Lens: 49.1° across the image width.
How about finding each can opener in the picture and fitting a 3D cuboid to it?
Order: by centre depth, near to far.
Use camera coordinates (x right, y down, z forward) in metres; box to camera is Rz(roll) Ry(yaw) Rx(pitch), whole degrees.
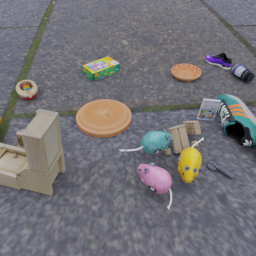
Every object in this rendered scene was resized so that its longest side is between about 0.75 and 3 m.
[{"bbox_3d":[2.901,1.358,8.814,0.854,0.228,0.286,37,86,33],"label":"can opener"}]

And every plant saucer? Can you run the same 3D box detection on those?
[{"bbox_3d":[-0.921,-0.471,10.732,2.140,0.345,2.140,0,42,0],"label":"plant saucer"},{"bbox_3d":[2.724,-2.588,13.180,1.395,0.261,1.395,0,42,0],"label":"plant saucer"}]

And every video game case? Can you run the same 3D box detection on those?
[{"bbox_3d":[2.999,-0.674,10.436,0.643,0.898,0.081,4,39,-6],"label":"video game case"}]

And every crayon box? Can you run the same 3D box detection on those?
[{"bbox_3d":[-1.274,-2.826,13.296,1.549,0.451,0.920,-28,49,-28],"label":"crayon box"}]

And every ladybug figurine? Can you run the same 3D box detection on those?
[{"bbox_3d":[-4.265,-1.586,11.892,0.863,0.458,1.272,-17,44,-18],"label":"ladybug figurine"}]

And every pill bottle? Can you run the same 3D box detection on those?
[{"bbox_3d":[5.262,-2.518,12.864,0.570,0.570,1.019,-21,46,-22],"label":"pill bottle"}]

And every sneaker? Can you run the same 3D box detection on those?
[{"bbox_3d":[3.791,-0.348,10.153,1.023,0.914,2.560,-11,43,-17],"label":"sneaker"},{"bbox_3d":[4.505,-3.438,13.812,1.379,0.686,0.479,31,50,29],"label":"sneaker"}]

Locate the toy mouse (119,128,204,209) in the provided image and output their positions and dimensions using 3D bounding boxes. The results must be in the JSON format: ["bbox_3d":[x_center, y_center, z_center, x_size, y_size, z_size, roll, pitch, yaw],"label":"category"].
[{"bbox_3d":[0.952,0.872,8.261,2.478,0.540,2.789,19,55,3],"label":"toy mouse"}]

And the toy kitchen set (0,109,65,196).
[{"bbox_3d":[-3.190,0.198,8.392,2.672,2.411,2.180,12,42,7],"label":"toy kitchen set"}]

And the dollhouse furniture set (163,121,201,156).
[{"bbox_3d":[1.590,0.364,9.611,1.700,0.881,0.752,-15,4,-16],"label":"dollhouse furniture set"}]
